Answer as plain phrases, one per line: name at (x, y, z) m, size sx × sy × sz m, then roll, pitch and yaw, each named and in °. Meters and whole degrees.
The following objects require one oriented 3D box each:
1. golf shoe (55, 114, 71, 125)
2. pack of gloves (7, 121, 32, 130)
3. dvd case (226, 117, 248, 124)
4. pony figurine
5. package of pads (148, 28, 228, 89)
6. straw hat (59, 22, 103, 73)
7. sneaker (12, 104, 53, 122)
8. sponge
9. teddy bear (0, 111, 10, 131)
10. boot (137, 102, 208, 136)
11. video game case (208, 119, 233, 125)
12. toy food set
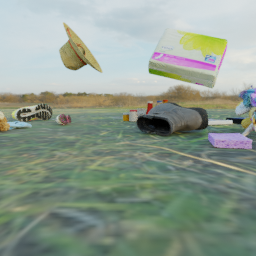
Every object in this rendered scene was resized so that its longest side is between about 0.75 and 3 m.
golf shoe at (-2.426, -0.271, 10.205) m, size 0.492 × 0.388 × 1.069 m, roll -13°, pitch -3°, yaw 4°
pack of gloves at (-4.250, -0.195, 8.550) m, size 1.897 × 0.446 × 2.258 m, roll 2°, pitch 6°, yaw 26°
dvd case at (5.525, -0.290, 11.014) m, size 2.625 × 0.230 × 1.873 m, roll -2°, pitch 4°, yaw -16°
pony figurine at (3.927, -0.684, 6.845) m, size 2.748 × 2.370 × 2.846 m, roll -32°, pitch -2°, yaw 18°
package of pads at (2.460, -2.946, 11.471) m, size 2.775 × 2.144 × 0.946 m, roll 17°, pitch -28°, yaw 17°
straw hat at (-2.196, -2.942, 11.361) m, size 1.057 × 2.498 × 2.498 m, roll -36°, pitch -1°, yaw 9°
sneaker at (-4.396, -0.706, 12.857) m, size 0.891 × 0.772 × 1.974 m, roll 1°, pitch 5°, yaw 40°
sponge at (1.872, 0.221, 5.249) m, size 0.617 × 0.165 × 1.107 m, roll 1°, pitch 5°, yaw 11°
teddy bear at (-3.704, -0.176, 7.463) m, size 1.019 × 0.469 × 1.405 m, roll 15°, pitch 12°, yaw 22°
boot at (0.833, -0.257, 7.611) m, size 1.543 × 0.818 × 2.343 m, roll -9°, pitch 4°, yaw -31°
video game case at (2.909, -0.237, 10.724) m, size 1.547 × 0.178 × 1.409 m, roll -1°, pitch 5°, yaw -27°
toy food set at (0.825, -0.788, 12.535) m, size 2.125 × 0.956 × 1.014 m, roll 0°, pitch 5°, yaw 0°
